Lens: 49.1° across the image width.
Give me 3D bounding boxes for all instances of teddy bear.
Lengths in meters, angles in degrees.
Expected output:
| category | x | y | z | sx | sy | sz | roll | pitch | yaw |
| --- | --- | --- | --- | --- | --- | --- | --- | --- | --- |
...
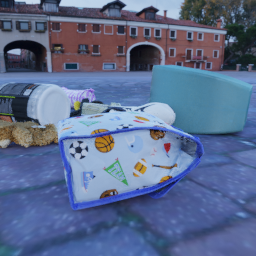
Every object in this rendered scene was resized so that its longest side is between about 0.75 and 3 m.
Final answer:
| category | x | y | z | sx | sy | sz | roll | pitch | yaw |
| --- | --- | --- | --- | --- | --- | --- | --- | --- | --- |
| teddy bear | -2.737 | 0.227 | 7.677 | 2.068 | 0.691 | 1.500 | -2 | 18 | -44 |

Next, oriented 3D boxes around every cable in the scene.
| category | x | y | z | sx | sy | sz | roll | pitch | yaw |
| --- | --- | --- | --- | --- | --- | --- | --- | --- | --- |
| cable | -1.816 | -0.593 | 11.767 | 1.442 | 0.747 | 2.970 | 12 | 26 | -1 |

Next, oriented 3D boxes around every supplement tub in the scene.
| category | x | y | z | sx | sy | sz | roll | pitch | yaw |
| --- | --- | --- | --- | --- | --- | --- | --- | --- | --- |
| supplement tub | -3.358 | -0.685 | 9.249 | 2.598 | 1.592 | 1.592 | 7 | 15 | 27 |

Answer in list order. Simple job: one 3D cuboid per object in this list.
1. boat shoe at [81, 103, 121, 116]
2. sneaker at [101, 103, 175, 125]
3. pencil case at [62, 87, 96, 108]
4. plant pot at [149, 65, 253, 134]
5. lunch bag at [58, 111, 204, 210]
| category | x | y | z | sx | sy | sz | roll | pitch | yaw |
| --- | --- | --- | --- | --- | --- | --- | --- | --- | --- |
| boat shoe | -0.536 | -0.554 | 10.466 | 2.515 | 0.780 | 0.905 | 0 | 13 | 2 |
| sneaker | 0.079 | -0.227 | 8.621 | 2.471 | 0.986 | 1.608 | 7 | 16 | 28 |
| pencil case | -2.702 | -1.538 | 14.091 | 2.476 | 1.059 | 1.039 | 10 | -6 | 40 |
| plant pot | 2.482 | -0.922 | 9.453 | 2.983 | 2.107 | 2.109 | 12 | 17 | 25 |
| lunch bag | -0.045 | 0.393 | 5.061 | 2.244 | 1.390 | 1.908 | -11 | 15 | -13 |
